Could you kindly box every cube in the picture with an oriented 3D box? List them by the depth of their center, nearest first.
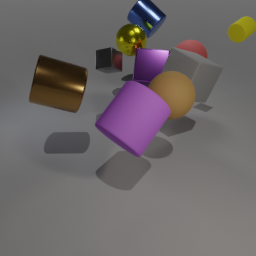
[{"bbox_3d":[-0.668,-2.366,9.888,0.700,0.700,0.700,-1,-3,31],"label":"cube"},{"bbox_3d":[2.171,-1.852,9.924,1.400,1.400,1.400,-2,34,-41],"label":"cube"},{"bbox_3d":[1.002,-2.506,12.142,1.400,1.400,1.400,7,-4,5],"label":"cube"}]

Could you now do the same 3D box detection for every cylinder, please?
[{"bbox_3d":[0.119,-0.221,7.066,1.400,1.400,1.400,28,79,40],"label":"cylinder"},{"bbox_3d":[-2.043,-1.263,8.200,1.400,1.400,1.400,13,25,-19],"label":"cylinder"},{"bbox_3d":[4.056,-3.503,9.971,0.700,0.700,0.700,-37,44,-26],"label":"cylinder"},{"bbox_3d":[0.915,-5.390,13.696,1.400,1.400,1.400,43,37,-1],"label":"cylinder"}]

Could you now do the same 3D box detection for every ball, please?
[{"bbox_3d":[1.245,-0.947,8.166,1.400,1.400,1.400,0,29,0],"label":"ball"},{"bbox_3d":[2.498,-2.843,11.356,1.400,1.400,1.400,0,29,0],"label":"ball"},{"bbox_3d":[0.144,-3.905,12.448,1.400,1.400,1.400,0,29,0],"label":"ball"}]
